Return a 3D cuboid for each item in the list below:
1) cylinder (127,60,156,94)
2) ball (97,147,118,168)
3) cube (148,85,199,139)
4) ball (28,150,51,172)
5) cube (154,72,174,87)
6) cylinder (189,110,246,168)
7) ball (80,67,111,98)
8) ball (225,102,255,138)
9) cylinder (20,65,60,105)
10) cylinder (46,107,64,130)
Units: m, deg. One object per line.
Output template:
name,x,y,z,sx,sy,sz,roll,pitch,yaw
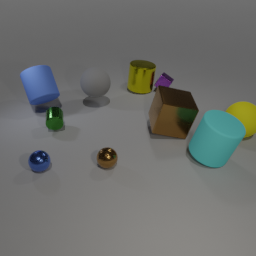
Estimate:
cylinder,0.718,-2.761,15.011,1.400,1.400,1.400,5,31,-3
ball,-0.687,0.984,9.245,0.700,0.700,0.700,0,29,0
cube,1.712,-0.622,10.918,1.400,1.400,1.400,10,35,-11
ball,-2.878,1.073,9.104,0.700,0.700,0.700,0,29,0
cube,1.934,-2.438,14.964,0.700,0.700,0.700,36,30,2
cylinder,2.925,0.350,9.323,1.400,1.400,1.400,11,39,-9
ball,-1.506,-2.105,12.977,1.400,1.400,1.400,0,29,0
ball,4.440,-0.326,10.874,1.400,1.400,1.400,0,29,0
cylinder,-4.002,-1.942,12.772,1.400,1.400,1.400,-20,-2,-1
cylinder,-2.975,-0.390,11.355,0.700,0.700,0.700,-6,44,-10
